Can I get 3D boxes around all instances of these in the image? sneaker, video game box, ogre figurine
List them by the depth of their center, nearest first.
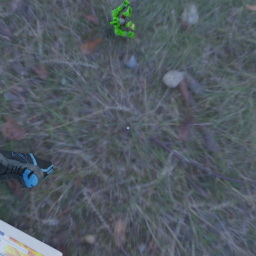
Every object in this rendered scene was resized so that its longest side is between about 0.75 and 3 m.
[{"bbox_3d":[-3.252,3.612,6.496,2.821,0.660,2.570,17,84,21],"label":"video game box"},{"bbox_3d":[-2.876,0.967,7.248,1.999,0.819,0.732,17,113,19],"label":"sneaker"},{"bbox_3d":[-0.157,-2.990,7.802,0.580,0.967,0.475,-2,36,25],"label":"ogre figurine"}]
